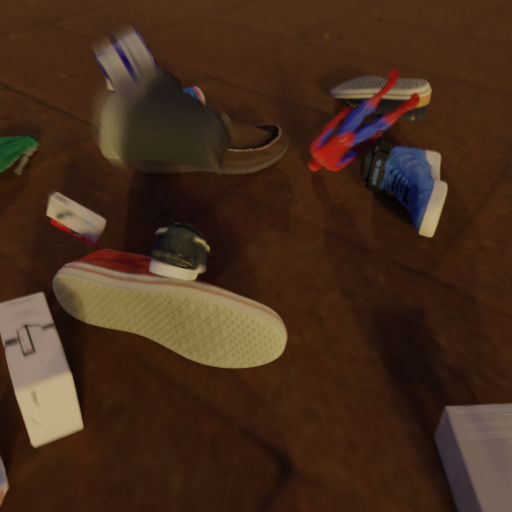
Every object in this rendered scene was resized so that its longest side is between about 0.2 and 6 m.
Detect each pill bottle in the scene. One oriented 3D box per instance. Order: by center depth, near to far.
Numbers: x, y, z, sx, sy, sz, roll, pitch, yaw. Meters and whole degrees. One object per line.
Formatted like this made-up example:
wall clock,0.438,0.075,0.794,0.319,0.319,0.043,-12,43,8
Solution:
pill bottle,-1.692,-3.131,11.827,1.135,0.637,0.637,-23,45,-23

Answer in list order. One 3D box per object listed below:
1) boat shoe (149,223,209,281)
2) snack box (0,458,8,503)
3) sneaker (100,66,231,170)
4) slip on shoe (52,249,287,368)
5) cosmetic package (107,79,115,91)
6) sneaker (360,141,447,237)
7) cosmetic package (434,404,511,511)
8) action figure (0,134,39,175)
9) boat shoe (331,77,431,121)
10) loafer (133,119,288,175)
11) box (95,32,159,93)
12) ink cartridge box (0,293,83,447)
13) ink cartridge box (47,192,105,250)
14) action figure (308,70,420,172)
boat shoe,-0.874,-0.113,6.747,0.719,0.574,1.902,15,4,-10
snack box,-3.519,1.564,6.092,0.975,0.330,2.712,13,25,-44
sneaker,-0.932,-1.623,6.883,1.312,0.924,2.471,12,29,-3
slip on shoe,-1.066,0.547,7.118,3.177,1.177,0.972,13,37,22
cosmetic package,-3.220,-4.123,13.203,0.454,0.380,0.378,13,41,14
sneaker,2.333,-1.169,9.219,1.333,0.920,2.396,13,37,6
cosmetic package,2.357,2.223,5.440,0.795,0.671,1.488,-1,43,0
action figure,-4.664,-1.811,10.324,1.178,0.545,1.995,11,34,14
boat shoe,2.595,-3.324,11.970,0.954,0.796,2.558,-35,35,-26
loafer,-0.838,-2.145,10.321,2.932,1.041,1.071,-7,40,-8
box,-1.960,-2.944,8.738,0.436,0.765,0.832,-14,31,29
ink cartridge box,-2.443,1.251,6.299,0.577,0.999,1.368,-16,43,-24
ink cartridge box,-2.684,-0.460,8.273,0.825,0.727,0.184,30,45,-2
action figure,1.670,-2.114,9.545,0.790,2.416,0.624,40,48,-12
